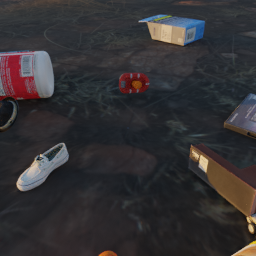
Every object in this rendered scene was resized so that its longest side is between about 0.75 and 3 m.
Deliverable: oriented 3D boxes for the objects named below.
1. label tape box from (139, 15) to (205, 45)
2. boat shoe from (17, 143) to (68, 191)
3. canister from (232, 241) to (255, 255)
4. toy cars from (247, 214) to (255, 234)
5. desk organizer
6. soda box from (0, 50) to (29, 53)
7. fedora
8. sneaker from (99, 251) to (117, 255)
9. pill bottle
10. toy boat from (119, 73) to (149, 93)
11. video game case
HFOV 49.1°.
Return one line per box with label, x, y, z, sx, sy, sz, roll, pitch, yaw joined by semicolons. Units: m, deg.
label tape box;2.199;-5.071;14.318;2.750;0.909;1.970;22;39;33
boat shoe;-1.798;0.747;5.866;0.484;0.440;1.317;17;37;24
canister;0.896;2.512;2.488;2.895;1.253;2.150;-16;37;-25
toy cars;2.632;1.407;4.850;0.920;0.454;2.052;16;37;24
desk organizer;1.954;0.875;5.391;0.640;0.597;1.663;-13;29;-24
soda box;-4.800;-1.931;9.474;2.972;0.945;1.017;-7;33;-13
fedora;-2.884;-0.339;6.284;0.886;0.886;0.404;22;-1;29
sneaker;-0.504;2.195;3.545;0.563;0.595;1.543;12;34;20
pill bottle;-3.613;-1.537;8.437;2.502;1.404;1.404;-4;34;-4
toy boat;0.231;-1.350;8.588;0.957;0.624;0.625;-7;22;-23
video game case;3.934;-0.112;7.191;2.319;0.220;1.657;24;49;33
